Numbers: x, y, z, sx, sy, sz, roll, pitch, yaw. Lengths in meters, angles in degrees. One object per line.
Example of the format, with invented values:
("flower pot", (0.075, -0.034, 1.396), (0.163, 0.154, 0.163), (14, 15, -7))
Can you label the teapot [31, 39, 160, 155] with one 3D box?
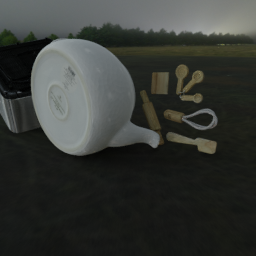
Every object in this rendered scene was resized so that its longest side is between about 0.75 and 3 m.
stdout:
("teapot", (-0.894, -0.872, 7.048), (2.913, 2.952, 2.156), (7, 20, 44))

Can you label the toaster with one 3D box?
("toaster", (-2.924, -1.422, 8.913), (2.562, 1.681, 2.834), (-24, 55, -30))

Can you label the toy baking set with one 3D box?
("toy baking set", (1.201, -0.415, 6.997), (0.291, 2.499, 1.918), (-2, -17, -46))
